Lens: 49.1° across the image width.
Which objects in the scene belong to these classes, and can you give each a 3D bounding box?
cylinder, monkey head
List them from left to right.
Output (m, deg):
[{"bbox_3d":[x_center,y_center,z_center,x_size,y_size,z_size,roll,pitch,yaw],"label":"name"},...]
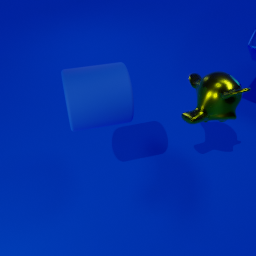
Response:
[{"bbox_3d":[-0.625,-0.633,5.689,1.242,1.242,1.242,-10,51,-10],"label":"cylinder"},{"bbox_3d":[1.735,-0.640,5.958,1.251,1.048,1.739,-15,25,-19],"label":"monkey head"}]

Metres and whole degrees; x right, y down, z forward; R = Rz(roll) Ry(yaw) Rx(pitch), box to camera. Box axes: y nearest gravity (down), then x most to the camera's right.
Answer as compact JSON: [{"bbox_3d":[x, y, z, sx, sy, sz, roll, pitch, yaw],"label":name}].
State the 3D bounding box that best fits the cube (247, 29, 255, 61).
[{"bbox_3d":[3.973,-2.287,7.109,1.256,1.256,1.256,29,100,27],"label":"cube"}]
